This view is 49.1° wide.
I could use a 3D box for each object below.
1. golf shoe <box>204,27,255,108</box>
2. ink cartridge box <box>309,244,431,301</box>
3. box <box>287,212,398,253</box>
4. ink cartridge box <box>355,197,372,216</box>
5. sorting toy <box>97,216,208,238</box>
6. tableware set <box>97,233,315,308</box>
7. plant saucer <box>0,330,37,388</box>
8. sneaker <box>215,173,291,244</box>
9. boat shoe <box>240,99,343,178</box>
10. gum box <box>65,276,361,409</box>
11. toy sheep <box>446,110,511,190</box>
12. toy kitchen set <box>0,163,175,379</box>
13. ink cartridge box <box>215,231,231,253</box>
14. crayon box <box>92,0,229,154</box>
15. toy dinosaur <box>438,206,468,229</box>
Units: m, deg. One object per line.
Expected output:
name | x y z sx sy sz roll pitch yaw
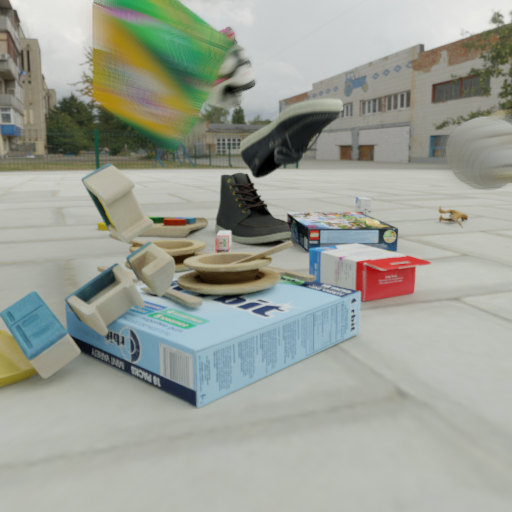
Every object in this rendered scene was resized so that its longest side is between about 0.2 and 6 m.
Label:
golf shoe | -0.790 -2.960 9.820 0.876 1.111 2.413 -35 9 -19
ink cartridge box | 1.662 0.244 8.388 0.991 0.574 1.706 -6 13 -28
box | 1.824 -0.579 12.647 1.882 0.519 2.756 -1 11 -6
ink cartridge box | 2.876 -1.188 15.119 0.317 0.751 0.548 1 12 -6
sorting toy | -2.786 -0.835 14.292 2.766 0.370 2.061 2 11 9
tableware set | -0.753 -0.006 6.900 1.718 0.521 2.600 -10 13 -37
plant saucer | -2.549 1.012 5.170 0.840 0.203 0.840 24 20 35
sneaker | -0.191 -1.137 12.911 1.058 1.503 2.829 -7 13 -31
boat shoe | 0.666 -2.208 10.672 1.029 0.858 2.757 -9 -7 -37
gum box | -0.421 0.688 6.195 2.131 0.559 2.509 10 15 42
toy sheep | 3.031 -1.340 7.335 1.016 1.016 1.474 0 28 -2
toy kitchen set | -1.738 0.051 5.203 1.564 1.253 0.922 -37 40 -21
ink cartridge box | -0.606 -0.129 10.350 0.249 0.539 0.988 0 11 1
crayon box | -1.478 -2.626 8.021 1.568 0.769 2.640 36 -18 -7
toy dinosaur | 5.455 -1.106 15.435 0.841 0.478 1.583 8 14 30
